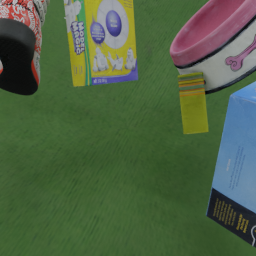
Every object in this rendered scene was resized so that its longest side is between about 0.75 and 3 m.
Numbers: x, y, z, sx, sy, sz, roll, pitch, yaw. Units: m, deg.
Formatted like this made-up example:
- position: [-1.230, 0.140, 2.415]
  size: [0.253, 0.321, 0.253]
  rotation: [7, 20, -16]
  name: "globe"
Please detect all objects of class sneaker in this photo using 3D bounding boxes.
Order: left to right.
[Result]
- position: [-2.184, -1.787, 5.820]
  size: [0.958, 2.869, 1.538]
  rotation: [12, 73, -16]
  name: "sneaker"

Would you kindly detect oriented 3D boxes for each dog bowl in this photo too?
- position: [2.100, -2.090, 6.085]
  size: [1.039, 2.818, 2.818]
  rotation: [41, 60, -19]
  name: "dog bowl"

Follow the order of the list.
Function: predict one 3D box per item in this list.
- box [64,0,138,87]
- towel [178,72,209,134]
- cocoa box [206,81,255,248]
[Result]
- position: [-0.467, -2.020, 5.189]
  size: [0.574, 2.374, 1.393]
  rotation: [2, 13, 39]
  name: "box"
- position: [1.278, -0.490, 5.533]
  size: [0.514, 0.108, 1.195]
  rotation: [-7, 87, 29]
  name: "towel"
- position: [2.471, 0.572, 4.443]
  size: [1.623, 2.434, 1.597]
  rotation: [-25, 38, -38]
  name: "cocoa box"
